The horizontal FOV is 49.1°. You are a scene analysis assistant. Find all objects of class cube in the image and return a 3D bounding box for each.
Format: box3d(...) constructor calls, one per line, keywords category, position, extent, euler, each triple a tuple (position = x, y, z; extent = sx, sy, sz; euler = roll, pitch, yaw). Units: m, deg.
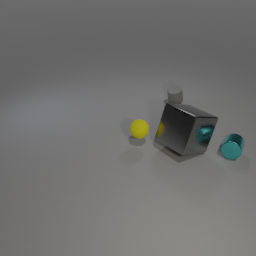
box3d(category="cube", position=(2.065, 0.015, 9.979), extent=(1.400, 1.400, 1.400), euler=(-1, 23, -43))

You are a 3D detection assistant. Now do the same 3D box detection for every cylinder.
box3d(category="cylinder", position=(2.220, -1.556, 13.168), extent=(0.700, 0.700, 0.700), euler=(-9, 44, 9))
box3d(category="cylinder", position=(3.730, 0.648, 9.953), extent=(0.700, 0.700, 0.700), euler=(16, 31, 24))

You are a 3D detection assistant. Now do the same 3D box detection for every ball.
box3d(category="ball", position=(0.418, 0.034, 10.222), extent=(0.700, 0.700, 0.700), euler=(0, 32, 0))
